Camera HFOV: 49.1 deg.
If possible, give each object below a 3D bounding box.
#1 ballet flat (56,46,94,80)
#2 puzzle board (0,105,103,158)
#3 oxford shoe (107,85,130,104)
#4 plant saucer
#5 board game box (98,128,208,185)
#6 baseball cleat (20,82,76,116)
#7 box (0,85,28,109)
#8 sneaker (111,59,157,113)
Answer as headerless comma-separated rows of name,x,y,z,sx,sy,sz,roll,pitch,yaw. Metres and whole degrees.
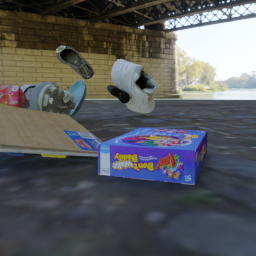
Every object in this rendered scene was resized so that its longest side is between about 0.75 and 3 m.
ballet flat,-0.689,-0.857,3.498,0.753,0.254,0.175,45,-5,32
puzzle board,-1.333,0.024,4.211,1.591,0.184,2.112,8,13,-33
oxford shoe,-0.312,-1.199,9.610,0.461,0.397,1.092,43,5,41
plant saucer,-1.712,-0.812,8.705,0.200,1.459,1.459,31,-11,-32
board game box,0.412,0.268,3.496,1.019,0.339,1.516,3,8,20
baseball cleat,-2.151,-0.630,6.791,1.473,0.965,2.768,12,0,0
box,-2.982,-0.364,5.778,1.621,0.808,0.774,0,-20,-5
sneaker,0.514,-1.305,10.157,1.374,1.077,2.764,16,-19,35
